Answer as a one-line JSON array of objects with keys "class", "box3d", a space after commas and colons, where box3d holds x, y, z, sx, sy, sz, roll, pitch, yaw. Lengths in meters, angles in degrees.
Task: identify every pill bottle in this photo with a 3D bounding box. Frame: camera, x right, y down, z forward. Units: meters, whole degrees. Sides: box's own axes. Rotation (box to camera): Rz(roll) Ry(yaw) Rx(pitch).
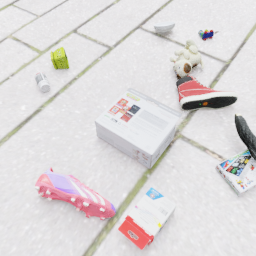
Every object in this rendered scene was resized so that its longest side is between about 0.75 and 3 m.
[{"class": "pill bottle", "box3d": [-3.991, -2.143, 13.081, 0.530, 0.530, 0.931, -22, 56, -15]}]

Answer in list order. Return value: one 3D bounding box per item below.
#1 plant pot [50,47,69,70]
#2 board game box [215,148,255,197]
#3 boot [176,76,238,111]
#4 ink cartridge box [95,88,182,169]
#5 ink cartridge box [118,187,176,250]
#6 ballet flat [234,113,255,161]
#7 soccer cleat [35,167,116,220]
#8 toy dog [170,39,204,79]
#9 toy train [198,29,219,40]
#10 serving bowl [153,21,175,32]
[{"class": "plant pot", "box3d": [-3.403, -3.418, 13.882, 0.742, 0.818, 0.814, -14, 55, -3]}, {"class": "board game box", "box3d": [4.528, 1.503, 10.461, 2.092, 0.362, 1.321, -23, 55, -16]}, {"class": "boot", "box3d": [3.498, -1.749, 12.593, 2.549, 0.923, 1.839, -4, 52, 2]}, {"class": "ink cartridge box", "box3d": [0.455, -0.098, 11.191, 2.658, 1.115, 2.334, 31, 59, 21]}, {"class": "ink cartridge box", "box3d": [0.625, 3.009, 9.199, 1.070, 0.619, 1.841, 34, 60, 22]}, {"class": "ballet flat", "box3d": [4.616, 0.298, 10.560, 0.630, 0.737, 2.219, -19, 52, 4]}, {"class": "soccer cleat", "box3d": [-1.746, 2.190, 9.649, 2.992, 0.998, 1.144, 15, 46, 12]}, {"class": "toy dog", "box3d": [2.778, -3.111, 13.562, 1.666, 1.199, 1.719, 43, 56, -12]}, {"class": "toy train", "box3d": [4.497, -5.281, 15.503, 1.119, 0.474, 0.647, -18, 42, -13]}, {"class": "serving bowl", "box3d": [2.039, -5.612, 15.609, 1.213, 0.399, 1.213, -7, 28, 4]}]
